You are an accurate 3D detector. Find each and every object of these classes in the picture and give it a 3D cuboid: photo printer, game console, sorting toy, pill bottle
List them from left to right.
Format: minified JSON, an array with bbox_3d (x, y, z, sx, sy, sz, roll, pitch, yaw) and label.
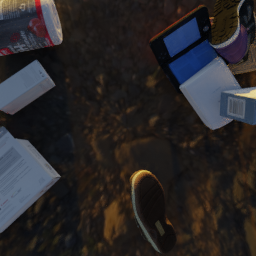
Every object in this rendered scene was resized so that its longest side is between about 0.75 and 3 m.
[{"bbox_3d":[-3.401,-2.960,8.211,2.657,1.471,1.471,-11,83,-1],"label":"pill bottle"},{"bbox_3d":[1.835,-2.226,8.138,1.890,1.628,1.121,-33,54,7],"label":"game console"},{"bbox_3d":[2.571,-0.927,8.201,1.467,0.612,1.763,-37,103,1],"label":"photo printer"},{"bbox_3d":[3.047,-2.564,8.755,2.072,0.378,1.918,-11,83,3],"label":"sorting toy"}]

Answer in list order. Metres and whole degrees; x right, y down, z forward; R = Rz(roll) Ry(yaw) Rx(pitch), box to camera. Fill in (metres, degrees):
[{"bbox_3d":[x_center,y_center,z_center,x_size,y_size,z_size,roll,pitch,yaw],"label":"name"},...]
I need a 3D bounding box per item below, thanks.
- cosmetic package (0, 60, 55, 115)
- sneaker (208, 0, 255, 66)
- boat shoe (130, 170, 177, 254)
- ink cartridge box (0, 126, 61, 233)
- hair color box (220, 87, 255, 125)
[{"bbox_3d":[-3.091,-1.159,8.274,1.656,0.935,0.672,-34,84,-6],"label":"cosmetic package"},{"bbox_3d":[3.243,-3.102,8.352,1.265,1.094,2.890,39,62,-31],"label":"sneaker"},{"bbox_3d":[0.455,2.183,7.355,0.948,0.949,2.567,-30,115,-30],"label":"boat shoe"},{"bbox_3d":[-3.531,1.467,7.910,2.351,0.986,2.064,-43,85,-5],"label":"ink cartridge box"},{"bbox_3d":[3.808,-0.704,7.602,2.367,1.172,0.718,-10,109,-23],"label":"hair color box"}]
